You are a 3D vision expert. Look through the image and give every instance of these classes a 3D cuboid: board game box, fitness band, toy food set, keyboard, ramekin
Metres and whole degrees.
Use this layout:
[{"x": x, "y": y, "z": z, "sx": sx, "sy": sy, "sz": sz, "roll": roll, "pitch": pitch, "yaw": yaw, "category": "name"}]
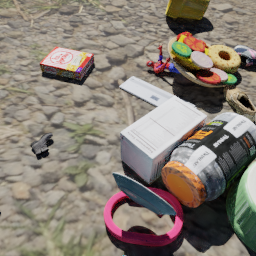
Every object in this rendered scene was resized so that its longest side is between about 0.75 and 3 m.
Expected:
[{"x": -2.500, "y": -2.704, "z": 11.622, "sx": 1.809, "sy": 0.419, "sz": 1.370, "roll": 14, "pitch": 49, "yaw": 12, "category": "board game box"}, {"x": 0.384, "y": 2.217, "z": 7.136, "sx": 2.009, "sy": 0.376, "sz": 1.443, "roll": 5, "pitch": 50, "yaw": 6, "category": "fitness band"}, {"x": 2.909, "y": -2.661, "z": 10.813, "sx": 2.960, "sy": 0.720, "sz": 2.929, "roll": 31, "pitch": 47, "yaw": 1, "category": "toy food set"}, {"x": 1.061, "y": -1.152, "z": 10.410, "sx": 2.963, "sy": 0.158, "sz": 0.834, "roll": 30, "pitch": 59, "yaw": 25, "category": "keyboard"}, {"x": 3.785, "y": 1.873, "z": 6.849, "sx": 2.429, "sy": 1.187, "sz": 2.429, "roll": 0, "pitch": 47, "yaw": 0, "category": "ramekin"}]

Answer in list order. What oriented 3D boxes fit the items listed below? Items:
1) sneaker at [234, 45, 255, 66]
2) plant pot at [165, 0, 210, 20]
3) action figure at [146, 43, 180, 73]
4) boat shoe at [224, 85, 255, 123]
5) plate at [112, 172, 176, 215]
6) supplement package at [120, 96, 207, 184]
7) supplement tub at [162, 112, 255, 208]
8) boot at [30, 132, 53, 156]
[{"x": 5.306, "y": -2.818, "z": 11.697, "sx": 1.927, "sy": 0.676, "sz": 0.790, "roll": 21, "pitch": 69, "yaw": 21, "category": "sneaker"}, {"x": 3.081, "y": -6.410, "z": 14.204, "sx": 1.837, "sy": 1.953, "sz": 1.953, "roll": 19, "pitch": 48, "yaw": -4, "category": "plant pot"}, {"x": 1.851, "y": -2.653, "z": 11.171, "sx": 2.266, "sy": 1.121, "sz": 0.739, "roll": 8, "pitch": 46, "yaw": 11, "category": "action figure"}, {"x": 4.013, "y": -1.008, "z": 9.932, "sx": 0.658, "sy": 0.596, "sz": 1.846, "roll": -10, "pitch": 48, "yaw": -9, "category": "boat shoe"}, {"x": 0.293, "y": 1.522, "z": 6.180, "sx": 1.652, "sy": 1.652, "sz": 0.211, "roll": 26, "pitch": 71, "yaw": 22, "category": "plate"}, {"x": 1.019, "y": 0.300, "z": 8.260, "sx": 2.299, "sy": 1.259, "sz": 1.308, "roll": -34, "pitch": 55, "yaw": -27, "category": "supplement package"}, {"x": 2.244, "y": 0.829, "z": 7.540, "sx": 2.625, "sy": 1.608, "sz": 1.608, "roll": -34, "pitch": 56, "yaw": -28, "category": "supplement tub"}, {"x": -2.601, "y": 0.526, "z": 8.775, "sx": 0.796, "sy": 0.278, "sz": 0.524, "roll": -38, "pitch": 60, "yaw": -17, "category": "boot"}]
